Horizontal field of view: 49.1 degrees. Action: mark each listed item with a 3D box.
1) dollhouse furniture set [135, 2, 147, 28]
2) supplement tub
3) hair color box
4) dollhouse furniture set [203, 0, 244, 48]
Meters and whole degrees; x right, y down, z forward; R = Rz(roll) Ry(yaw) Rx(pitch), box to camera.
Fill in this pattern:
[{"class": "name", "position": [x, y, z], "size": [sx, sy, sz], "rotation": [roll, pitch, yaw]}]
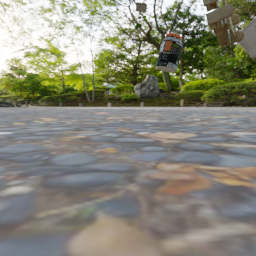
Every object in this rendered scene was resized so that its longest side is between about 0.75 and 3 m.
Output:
[{"class": "dollhouse furniture set", "position": [0.504, -4.588, 11.387], "size": [0.473, 0.946, 0.365], "rotation": [3, 9, -7]}, {"class": "supplement tub", "position": [1.573, -2.807, 10.488], "size": [0.798, 1.302, 0.798], "rotation": [15, 0, 0]}, {"class": "hair color box", "position": [3.085, -2.201, 6.082], "size": [0.439, 0.727, 1.432], "rotation": [-38, -3, -22]}, {"class": "dollhouse furniture set", "position": [2.070, -2.514, 5.603], "size": [0.889, 1.339, 1.174], "rotation": [-14, -15, 28]}]
